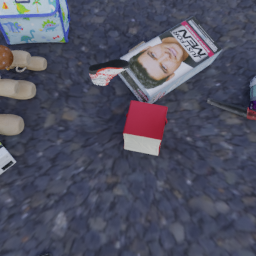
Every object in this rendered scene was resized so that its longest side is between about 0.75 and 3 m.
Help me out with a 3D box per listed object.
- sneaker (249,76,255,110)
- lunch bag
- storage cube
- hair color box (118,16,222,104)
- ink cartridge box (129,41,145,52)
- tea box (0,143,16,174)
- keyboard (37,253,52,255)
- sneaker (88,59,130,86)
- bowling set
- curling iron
[{"bbox_3d":[4.555,-0.697,7.590,2.457,0.914,1.075,11,74,17],"label":"sneaker"},{"bbox_3d":[-2.934,-3.765,8.372,2.050,2.411,1.536,-3,59,-3],"label":"lunch bag"},{"bbox_3d":[0.415,0.013,7.021,1.063,0.909,0.956,10,61,5],"label":"storage cube"},{"bbox_3d":[1.188,-1.919,8.023,2.743,0.832,1.358,-35,80,-18],"label":"hair color box"},{"bbox_3d":[0.508,-2.256,8.710,0.643,0.293,0.781,-40,69,-21],"label":"ink cartridge box"},{"bbox_3d":[-3.394,0.719,6.781,0.864,0.586,0.878,40,67,22],"label":"tea box"},{"bbox_3d":[-1.773,3.086,5.677,0.607,0.098,0.955,-15,60,-9],"label":"keyboard"},{"bbox_3d":[-0.462,-1.419,7.252,1.055,0.565,0.352,-10,54,-1],"label":"sneaker"},{"bbox_3d":[-3.426,-1.466,7.313,1.590,2.062,2.963,5,56,5],"label":"bowling set"},{"bbox_3d":[3.259,-0.352,7.504,2.353,0.301,0.583,26,28,14],"label":"curling iron"}]
